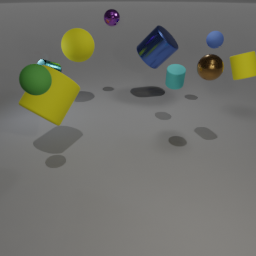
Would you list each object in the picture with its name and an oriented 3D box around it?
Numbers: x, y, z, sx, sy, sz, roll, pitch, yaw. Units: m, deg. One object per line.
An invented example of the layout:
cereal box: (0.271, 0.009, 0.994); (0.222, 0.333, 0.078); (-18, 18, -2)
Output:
ball: (2.214, -1.630, 7.543); (0.700, 0.700, 0.700); (0, 28, 0)
cylinder: (1.347, -3.697, 12.873); (1.400, 1.400, 1.400); (33, 36, -27)
cylinder: (-2.430, -0.996, 8.754); (1.400, 1.400, 1.400); (28, -7, 4)
ball: (3.615, -3.667, 11.641); (0.700, 0.700, 0.700); (0, 28, 0)
ball: (-0.694, -4.741, 12.046); (0.700, 0.700, 0.700); (0, 28, 0)
cylinder: (3.405, -1.825, 8.233); (0.700, 0.700, 0.700); (-12, 8, 2)
cylinder: (-3.012, -2.187, 10.639); (0.700, 0.700, 0.700); (7, 15, -46)
ball: (-2.140, -3.535, 11.987); (1.400, 1.400, 1.400); (0, 28, 0)
cylinder: (1.790, -1.933, 10.581); (0.700, 0.700, 0.700); (0, 47, 0)
ball: (-2.068, -1.079, 6.273); (0.700, 0.700, 0.700); (0, 28, 0)
